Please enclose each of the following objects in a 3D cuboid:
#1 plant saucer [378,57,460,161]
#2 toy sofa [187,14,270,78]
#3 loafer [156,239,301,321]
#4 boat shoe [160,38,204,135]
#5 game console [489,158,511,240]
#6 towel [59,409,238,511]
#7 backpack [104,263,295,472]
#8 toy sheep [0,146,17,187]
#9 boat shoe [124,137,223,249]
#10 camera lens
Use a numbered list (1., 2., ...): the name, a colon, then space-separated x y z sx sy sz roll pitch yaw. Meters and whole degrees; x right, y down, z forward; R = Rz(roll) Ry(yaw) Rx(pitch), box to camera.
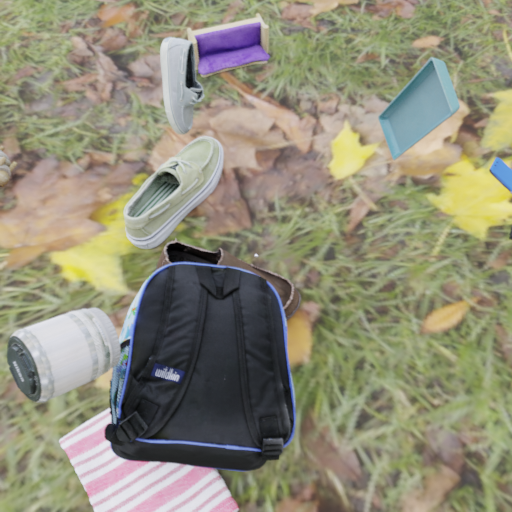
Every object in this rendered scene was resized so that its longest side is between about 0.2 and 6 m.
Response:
1. plant saucer: 2.636 -2.343 9.273 0.245 2.579 0.901 -18 87 -7
2. toy sofa: -0.636 -5.057 13.448 1.908 0.790 0.931 -16 59 -9
3. loafer: -0.563 0.459 9.940 2.761 0.980 1.008 15 60 9
4. boat shoe: -1.230 -2.875 9.673 0.601 1.688 0.589 10 37 18
5. game console: 4.076 -0.952 9.162 0.704 1.016 1.190 19 27 22
6. towel: -1.673 3.309 8.540 1.836 0.375 2.509 -30 62 -19
7. backpack: -0.872 1.651 8.388 2.570 2.064 2.808 11 57 -17
8. toy sheep: -5.437 -1.872 11.506 0.815 0.815 1.183 -34 64 -19
9. boat shoe: -1.551 -1.426 11.135 1.064 0.917 2.955 24 61 14
10. camera lens: -1.910 0.965 5.537 0.912 0.729 0.729 -20 57 -42
